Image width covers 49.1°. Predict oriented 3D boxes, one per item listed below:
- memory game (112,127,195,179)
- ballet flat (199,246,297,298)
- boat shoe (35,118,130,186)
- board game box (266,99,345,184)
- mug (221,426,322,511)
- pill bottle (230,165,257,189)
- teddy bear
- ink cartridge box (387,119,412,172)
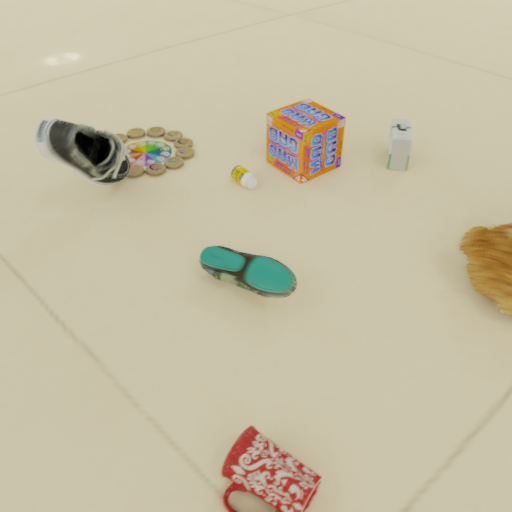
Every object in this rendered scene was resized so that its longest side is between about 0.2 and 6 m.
[{"bbox_3d":[-2.735,-2.597,13.780,2.450,0.156,2.450,0,40,0],"label":"memory game"},{"bbox_3d":[-0.088,0.321,9.832,1.973,0.733,0.733,23,45,30],"label":"ballet flat"},{"bbox_3d":[-3.171,-2.078,11.422,0.992,2.904,1.072,9,82,17],"label":"boat shoe"},{"bbox_3d":[1.121,-2.682,12.991,1.284,1.285,1.284,-27,47,-28],"label":"board game box"},{"bbox_3d":[0.169,2.828,6.989,1.097,0.974,0.732,26,10,22],"label":"mug"},{"bbox_3d":[-0.269,-1.771,12.633,0.357,0.357,0.641,-27,47,-29],"label":"pill bottle"},{"bbox_3d":[5.681,-0.281,9.503,4.068,1.358,2.949,5,72,2],"label":"teddy bear"},{"bbox_3d":[3.407,-2.657,13.339,0.466,0.823,1.123,6,39,8],"label":"ink cartridge box"}]
